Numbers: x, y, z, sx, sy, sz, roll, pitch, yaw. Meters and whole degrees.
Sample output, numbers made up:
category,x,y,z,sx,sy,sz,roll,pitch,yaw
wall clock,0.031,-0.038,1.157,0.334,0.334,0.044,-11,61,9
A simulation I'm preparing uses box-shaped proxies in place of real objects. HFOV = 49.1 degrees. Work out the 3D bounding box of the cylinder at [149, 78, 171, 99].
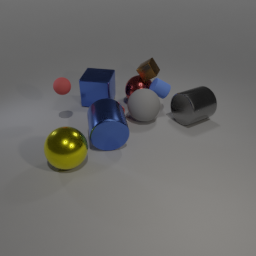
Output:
category,x,y,z,sx,sy,sz,roll,pitch,yaw
cylinder,1.410,-1.754,12.399,0.700,0.700,0.700,25,23,-20

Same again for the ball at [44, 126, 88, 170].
category,x,y,z,sx,sy,sz,roll,pitch,yaw
ball,-2.003,0.645,9.075,1.400,1.400,1.400,0,30,0

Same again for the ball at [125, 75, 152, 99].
category,x,y,z,sx,sy,sz,roll,pitch,yaw
ball,0.553,-1.824,13.398,1.400,1.400,1.400,0,30,0

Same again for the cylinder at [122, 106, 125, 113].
category,x,y,z,sx,sy,sz,roll,pitch,yaw
cylinder,-0.615,-0.762,12.094,0.700,0.700,0.700,-24,45,-36

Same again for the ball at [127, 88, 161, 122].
category,x,y,z,sx,sy,sz,roll,pitch,yaw
ball,0.674,-0.968,11.862,1.400,1.400,1.400,0,30,0

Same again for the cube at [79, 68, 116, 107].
category,x,y,z,sx,sy,sz,roll,pitch,yaw
cube,-1.418,-1.921,13.394,1.400,1.400,1.400,6,36,8

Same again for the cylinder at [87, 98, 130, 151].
category,x,y,z,sx,sy,sz,roll,pitch,yaw
cylinder,-0.746,-0.138,10.226,1.400,1.400,1.400,-5,39,-9

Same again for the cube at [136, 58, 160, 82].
category,x,y,z,sx,sy,sz,roll,pitch,yaw
cube,0.919,-2.613,12.609,0.700,0.700,0.700,-23,23,33

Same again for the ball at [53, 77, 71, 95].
category,x,y,z,sx,sy,sz,roll,pitch,yaw
ball,-2.624,-1.665,11.154,0.700,0.700,0.700,0,30,0

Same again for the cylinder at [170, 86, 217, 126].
category,x,y,z,sx,sy,sz,roll,pitch,yaw
cylinder,2.769,-0.952,11.868,1.400,1.400,1.400,-19,35,-30
